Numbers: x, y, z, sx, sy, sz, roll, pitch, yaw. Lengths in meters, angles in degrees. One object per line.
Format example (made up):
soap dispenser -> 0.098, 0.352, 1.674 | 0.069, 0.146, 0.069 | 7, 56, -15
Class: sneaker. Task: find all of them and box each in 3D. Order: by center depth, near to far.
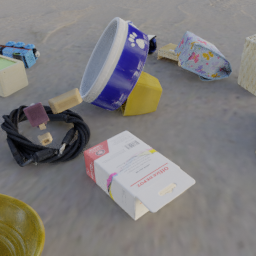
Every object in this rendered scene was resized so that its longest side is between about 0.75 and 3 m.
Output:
sneaker -> 0.514, -3.805, 12.411 | 1.442, 1.009, 2.496 | 0, 43, -6

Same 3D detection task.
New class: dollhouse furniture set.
dollhouse furniture set -> -1.727, -0.396, 6.750 | 1.304, 1.034, 0.926 | -26, 30, -14

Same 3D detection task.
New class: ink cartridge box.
ink cartridge box -> 0.188, 1.022, 5.904 | 1.256, 0.728, 2.156 | -26, 42, -31

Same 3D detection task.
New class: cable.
cable -> -2.174, -0.027, 7.363 | 2.027, 0.631, 2.485 | -19, 42, -24

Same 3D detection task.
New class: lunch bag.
lunch bag -> 2.817, -2.546, 10.379 | 1.877, 1.193, 1.592 | 19, 32, -16

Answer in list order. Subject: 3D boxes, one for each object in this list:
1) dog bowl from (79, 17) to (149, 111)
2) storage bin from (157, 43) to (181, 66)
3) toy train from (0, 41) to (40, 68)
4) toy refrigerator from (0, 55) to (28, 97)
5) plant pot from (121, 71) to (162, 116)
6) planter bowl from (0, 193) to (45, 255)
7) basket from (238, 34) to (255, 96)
dog bowl -> -0.463, -1.813, 8.183 | 0.994, 2.525, 2.525 | 23, 31, -21
storage bin -> 1.940, -3.080, 11.716 | 1.050, 0.492, 1.042 | 27, 44, 31
toy train -> -4.517, -3.006, 11.413 | 1.779, 0.771, 1.017 | 12, 44, 16
toy refrigerator -> -5.028, -2.090, 9.918 | 2.864, 1.002, 1.087 | 19, 41, 25
plant pot -> 0.400, -1.075, 8.538 | 1.013, 1.149, 1.149 | 6, 35, -13
planter bowl -> -2.679, 2.056, 3.735 | 2.975, 1.239, 2.975 | 7, 14, -2
basket -> 4.551, -2.141, 9.292 | 1.166, 1.891, 1.282 | -16, 39, -14
